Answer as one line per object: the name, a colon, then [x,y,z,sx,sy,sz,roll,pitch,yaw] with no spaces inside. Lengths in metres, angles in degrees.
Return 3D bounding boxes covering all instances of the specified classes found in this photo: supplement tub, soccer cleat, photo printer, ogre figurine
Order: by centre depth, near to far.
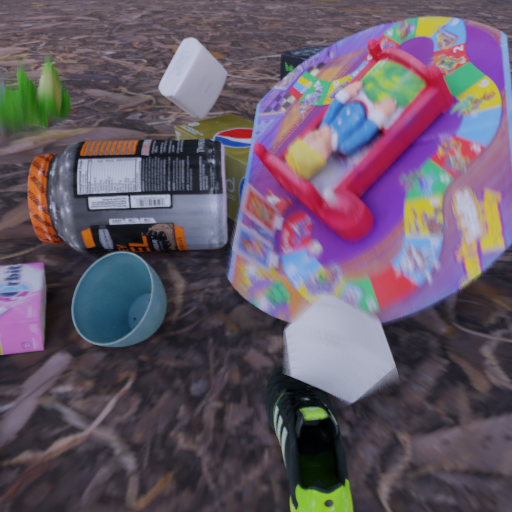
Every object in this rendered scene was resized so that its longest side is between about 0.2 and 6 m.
soccer cleat: [0.518,1.650,5.375,0.726,0.871,2.149,-3,29,-6]
ogre figurine: [-3.490,-2.015,7.544,1.429,1.169,2.383,-8,36,0]
supplement tub: [-1.896,-0.928,8.784,2.866,1.756,1.756,-2,31,-2]
photo printer: [-1.104,-3.206,10.361,0.469,1.123,1.350,31,4,22]

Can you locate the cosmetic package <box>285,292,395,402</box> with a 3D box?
cosmetic package: [0.862,0.971,5.929,0.843,0.695,0.695,27,30,-22]

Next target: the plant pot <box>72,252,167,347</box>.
plant pot: [-1.577,0.625,7.016,1.166,0.785,1.166,-10,66,22]

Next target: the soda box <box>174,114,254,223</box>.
soda box: [0.160,-1.300,9.830,1.365,1.290,4.030,-22,38,-30]

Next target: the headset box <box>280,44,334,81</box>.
headset box: [1.712,-2.131,9.874,1.413,2.651,3.045,-20,37,-30]

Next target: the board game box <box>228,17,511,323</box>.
board game box: [1.195,-1.513,7.225,3.825,0.943,4.842,-9,60,32]

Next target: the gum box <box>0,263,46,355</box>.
gum box: [-3.236,0.645,7.351,0.844,0.492,1.486,-4,31,-16]
